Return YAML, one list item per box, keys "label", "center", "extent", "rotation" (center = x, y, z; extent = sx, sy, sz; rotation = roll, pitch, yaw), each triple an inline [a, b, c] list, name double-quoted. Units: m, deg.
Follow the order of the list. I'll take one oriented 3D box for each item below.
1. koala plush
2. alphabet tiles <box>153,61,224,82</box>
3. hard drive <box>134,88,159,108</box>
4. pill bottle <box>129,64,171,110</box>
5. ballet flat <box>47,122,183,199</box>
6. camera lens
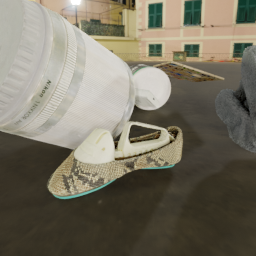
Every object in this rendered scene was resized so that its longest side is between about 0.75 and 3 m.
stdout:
- label: "koala plush"
  center: [3.573, -0.419, 6.269]
  extent: [2.318, 2.055, 2.130]
  rotation: [3, 51, -13]
- label: "alphabet tiles"
  center: [2.214, -2.258, 11.566]
  extent: [2.288, 0.103, 2.738]
  rotation: [13, 2, -17]
- label: "hard drive"
  center: [-0.162, -1.064, 8.994]
  extent: [2.100, 0.280, 1.385]
  rotation: [11, -5, 21]
- label: "pill bottle"
  center: [0.575, -1.747, 11.336]
  extent: [1.593, 1.593, 2.817]
  rotation: [-3, 15, -9]
- label: "ballet flat"
  center: [-0.110, 0.380, 4.952]
  extent: [2.699, 1.016, 0.915]
  rotation: [-10, 29, -31]
- label: "camera lens"
  center: [-1.432, -0.862, 5.566]
  extent: [2.319, 2.319, 2.900]
  rotation: [14, -6, 39]
